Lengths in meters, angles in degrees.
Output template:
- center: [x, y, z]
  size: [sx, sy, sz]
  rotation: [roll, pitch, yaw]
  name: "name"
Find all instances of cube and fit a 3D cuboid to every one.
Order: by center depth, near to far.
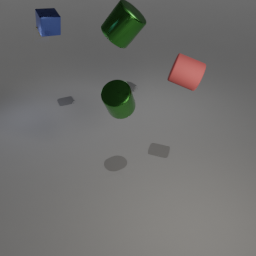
- center: [-2.819, -3.735, 9.889]
  size: [0.700, 0.700, 0.700]
  rotation: [-15, 51, -25]
  name: "cube"

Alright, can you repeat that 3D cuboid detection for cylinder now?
- center: [-0.216, -0.662, 6.577]
  size: [0.700, 0.700, 0.700]
  rotation: [-4, 67, 9]
  name: "cylinder"
- center: [1.406, -1.343, 6.752]
  size: [0.700, 0.700, 0.700]
  rotation: [23, 34, 0]
  name: "cylinder"
- center: [-0.185, -4.325, 11.716]
  size: [1.400, 1.400, 1.400]
  rotation: [31, 34, -24]
  name: "cylinder"
